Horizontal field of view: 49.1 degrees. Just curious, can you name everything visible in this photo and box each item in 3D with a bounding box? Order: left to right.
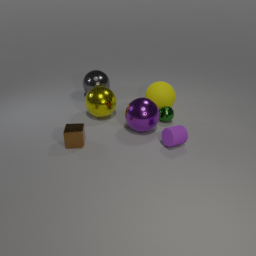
[{"bbox_3d":[-1.991,0.292,10.482,0.700,0.700,0.700,-2,29,-3],"label":"cube"},{"bbox_3d":[-1.623,-2.265,14.376,1.400,1.400,1.400,0,29,0],"label":"ball"},{"bbox_3d":[-1.194,-1.154,12.351,1.400,1.400,1.400,0,29,0],"label":"ball"},{"bbox_3d":[0.579,-0.528,11.239,1.400,1.400,1.400,0,29,0],"label":"ball"},{"bbox_3d":[1.477,-1.434,12.897,1.400,1.400,1.400,0,29,0],"label":"ball"},{"bbox_3d":[1.645,-0.606,12.096,0.700,0.700,0.700,0,29,0],"label":"ball"},{"bbox_3d":[1.716,0.288,10.298,0.700,0.700,0.700,-10,30,-32],"label":"cylinder"}]
